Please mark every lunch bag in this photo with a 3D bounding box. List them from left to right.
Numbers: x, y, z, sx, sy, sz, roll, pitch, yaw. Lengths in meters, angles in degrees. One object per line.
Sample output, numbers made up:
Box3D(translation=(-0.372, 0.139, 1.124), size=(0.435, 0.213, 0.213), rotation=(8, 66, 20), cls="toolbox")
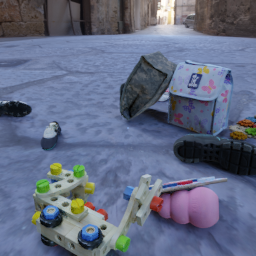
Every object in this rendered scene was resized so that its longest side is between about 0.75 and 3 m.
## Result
Box3D(translation=(0.743, -1.713, 11.843), size=(1.591, 2.706, 2.219), rotation=(38, 30, 8), cls="lunch bag")
Box3D(translation=(2.682, -1.184, 10.616), size=(2.105, 2.483, 1.578), rotation=(22, 31, 37), cls="lunch bag")

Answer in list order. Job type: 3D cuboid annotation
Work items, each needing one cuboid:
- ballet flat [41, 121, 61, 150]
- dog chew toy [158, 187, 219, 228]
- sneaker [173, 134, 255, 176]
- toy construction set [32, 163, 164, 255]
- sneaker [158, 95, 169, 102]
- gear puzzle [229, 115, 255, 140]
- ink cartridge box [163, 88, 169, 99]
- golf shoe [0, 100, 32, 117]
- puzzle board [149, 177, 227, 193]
Box3D(translation=(-2.751, 0.181, 9.960), size=(0.595, 0.595, 1.629), rotation=(0, 24, 0), cls="ballet flat")
Box3D(translation=(1.272, 1.719, 6.148), size=(1.372, 0.855, 0.855), rotation=(-2, 22, 17), cls="dog chew toy")
Box3D(translation=(2.799, 0.603, 8.403), size=(2.757, 1.040, 1.093), rotation=(12, 24, 24), cls="sneaker")
Box3D(translation=(-0.759, 1.643, 5.805), size=(2.988, 1.377, 1.959), rotation=(1, 21, 32), cls="toy construction set")
Box3D(translation=(1.467, -1.659, 14.133), size=(1.224, 0.610, 0.458), rotation=(3, 22, 2), cls="sneaker")
Box3D(translation=(4.630, -0.042, 10.748), size=(2.477, 0.324, 1.283), rotation=(-20, 30, -38), cls="gear puzzle")
Box3D(translation=(1.915, -2.201, 14.794), size=(0.945, 0.550, 1.305), rotation=(5, 52, 12), cls="ink cartridge box")
Box3D(translation=(-5.127, -0.948, 12.328), size=(1.942, 0.755, 0.917), rotation=(2, 24, 1), cls="golf shoe")
Box3D(translation=(1.178, 1.367, 6.750), size=(1.897, 0.165, 1.430), rotation=(-6, -10, -13), cls="puzzle board")
